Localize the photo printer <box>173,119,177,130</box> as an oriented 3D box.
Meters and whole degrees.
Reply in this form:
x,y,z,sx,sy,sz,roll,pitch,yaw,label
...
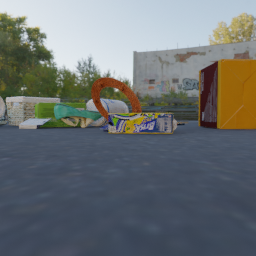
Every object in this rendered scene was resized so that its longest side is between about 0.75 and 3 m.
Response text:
x,y,z,sx,sy,sz,roll,pitch,yaw,label
0.768,-0.101,8.115,1.155,0.401,0.961,-2,2,-42,photo printer

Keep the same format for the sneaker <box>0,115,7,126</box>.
x,y,z,sx,sy,sz,roll,pitch,yaw,label
-6.815,-0.682,13.554,1.071,1.191,2.760,0,2,9,sneaker

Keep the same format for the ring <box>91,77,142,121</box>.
x,y,z,sx,sy,sz,roll,pitch,yaw,label
-0.445,-0.787,9.368,2.004,2.004,0.192,2,37,38,ring

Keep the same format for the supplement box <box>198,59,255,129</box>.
x,y,z,sx,sy,sz,roll,pitch,yaw,label
3.961,-1.237,11.043,1.669,2.479,2.513,0,2,-3,supplement box

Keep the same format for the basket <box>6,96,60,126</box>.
x,y,z,sx,sy,sz,roll,pitch,yaw,label
-5.061,-0.882,15.111,1.647,1.499,2.430,2,4,37,basket

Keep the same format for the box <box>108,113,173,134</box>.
x,y,z,sx,sy,sz,roll,pitch,yaw,label
0.334,-0.127,7.135,1.623,0.522,0.569,1,3,10,box

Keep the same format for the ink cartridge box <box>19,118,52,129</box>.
x,y,z,sx,sy,sz,roll,pitch,yaw,label
-3.462,-0.165,10.537,0.917,0.186,0.916,0,16,8,ink cartridge box

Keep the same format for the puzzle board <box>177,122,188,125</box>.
x,y,z,sx,sy,sz,roll,pitch,yaw,label
2.015,-0.261,16.021,1.918,0.221,2.546,0,1,39,puzzle board

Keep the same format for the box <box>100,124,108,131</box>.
x,y,z,sx,sy,sz,roll,pitch,yaw,label
-0.288,-0.075,8.220,0.628,0.168,1.037,1,19,37,box

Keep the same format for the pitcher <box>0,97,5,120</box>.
x,y,z,sx,sy,sz,roll,pitch,yaw,label
-5.988,-0.607,10.435,2.367,1.435,2.031,-9,2,30,pitcher

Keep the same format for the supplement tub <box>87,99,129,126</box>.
x,y,z,sx,sy,sz,roll,pitch,yaw,label
-1.030,-0.756,13.831,1.342,1.342,2.034,1,3,32,supplement tub

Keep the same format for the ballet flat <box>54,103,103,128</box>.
x,y,z,sx,sy,sz,roll,pitch,yaw,label
-1.980,-0.412,11.305,2.183,0.768,0.735,10,-13,-39,ballet flat

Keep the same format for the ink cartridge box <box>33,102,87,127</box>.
x,y,z,sx,sy,sz,roll,pitch,yaw,label
-3.247,-0.584,13.008,2.068,1.060,2.798,-1,1,-23,ink cartridge box
